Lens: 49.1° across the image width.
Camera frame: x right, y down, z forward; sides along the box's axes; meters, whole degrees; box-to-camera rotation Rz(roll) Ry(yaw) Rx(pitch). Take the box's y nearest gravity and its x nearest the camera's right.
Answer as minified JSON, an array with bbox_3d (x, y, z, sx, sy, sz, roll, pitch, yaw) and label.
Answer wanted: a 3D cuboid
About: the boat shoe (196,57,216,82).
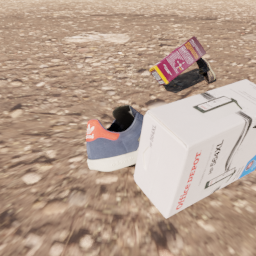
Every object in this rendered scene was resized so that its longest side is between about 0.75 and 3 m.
[{"bbox_3d":[2.580,-1.959,9.418,0.352,0.959,0.357,-41,4,-24],"label":"boat shoe"}]

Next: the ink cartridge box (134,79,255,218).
[{"bbox_3d":[1.386,0.309,4.878,2.329,1.700,0.982,-20,46,-28],"label":"ink cartridge box"}]

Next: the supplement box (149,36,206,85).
[{"bbox_3d":[1.388,-1.888,7.983,1.427,0.611,0.788,-38,9,0],"label":"supplement box"}]

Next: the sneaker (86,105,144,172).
[{"bbox_3d":[0.295,0.032,5.589,2.561,1.082,0.960,-14,5,-41],"label":"sneaker"}]
